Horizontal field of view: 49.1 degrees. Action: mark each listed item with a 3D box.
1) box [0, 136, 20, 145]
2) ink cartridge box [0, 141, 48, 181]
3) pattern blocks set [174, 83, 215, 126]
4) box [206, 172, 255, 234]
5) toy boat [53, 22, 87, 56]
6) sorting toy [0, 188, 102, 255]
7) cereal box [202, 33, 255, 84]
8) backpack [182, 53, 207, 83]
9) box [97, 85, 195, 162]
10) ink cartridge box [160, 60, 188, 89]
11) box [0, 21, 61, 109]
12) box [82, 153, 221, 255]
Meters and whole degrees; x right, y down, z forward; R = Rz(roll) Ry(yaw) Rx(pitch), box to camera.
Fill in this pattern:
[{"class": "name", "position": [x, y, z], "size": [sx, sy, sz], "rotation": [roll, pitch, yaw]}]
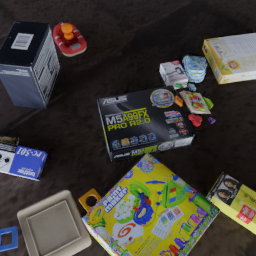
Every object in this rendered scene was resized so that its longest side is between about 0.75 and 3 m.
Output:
[{"class": "box", "position": [-3.901, 0.570, 8.599], "size": [0.981, 0.185, 0.670], "rotation": [0, 57, 0]}, {"class": "ink cartridge box", "position": [-3.322, 0.911, 8.088], "size": [1.773, 0.392, 0.834], "rotation": [12, 74, 4]}, {"class": "pattern blocks set", "position": [2.196, -0.834, 9.150], "size": [1.565, 0.144, 1.780], "rotation": [-9, 56, -37]}, {"class": "box", "position": [3.230, 2.159, 7.328], "size": [2.230, 0.559, 0.839], "rotation": [34, 63, 20]}, {"class": "toy boat", "position": [-2.304, -3.602, 10.824], "size": [1.027, 1.029, 1.574], "rotation": [-25, 60, -16]}, {"class": "sorting toy", "position": [-1.874, 2.582, 7.185], "size": [2.810, 0.383, 1.582], "rotation": [-24, 64, -14]}, {"class": "cereal box", "position": [4.416, -2.685, 10.514], "size": [2.721, 0.538, 1.958], "rotation": [-8, 57, -5]}, {"class": "backpack", "position": [2.410, -2.159, 10.104], "size": [0.902, 0.850, 1.106], "rotation": [9, 71, -1]}, {"class": "box", "position": [0.495, -0.208, 8.867], "size": [2.614, 0.579, 2.094], "rotation": [-11, 57, -7]}, {"class": "ink cartridge box", "position": [1.642, -1.900, 10.078], "size": [0.715, 0.416, 0.987], "rotation": [-13, 58, -8]}, {"class": "box", "position": [-3.189, -2.027, 9.207], "size": [1.242, 2.000, 2.016], "rotation": [6, 57, 4]}, {"class": "box", "position": [0.531, 2.261, 6.762], "size": [2.196, 1.391, 2.280], "rotation": [38, 65, 22]}]
